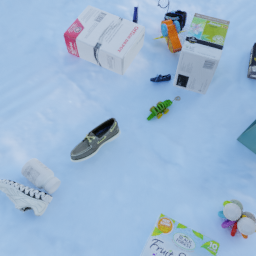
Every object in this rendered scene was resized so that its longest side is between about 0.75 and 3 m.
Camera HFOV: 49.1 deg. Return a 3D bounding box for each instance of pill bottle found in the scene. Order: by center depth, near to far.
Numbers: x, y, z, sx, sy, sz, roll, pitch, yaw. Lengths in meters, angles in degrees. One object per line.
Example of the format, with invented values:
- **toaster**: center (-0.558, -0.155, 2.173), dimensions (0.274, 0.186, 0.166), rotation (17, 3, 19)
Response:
- **pill bottle**: center (-2.574, 1.446, 8.346), dimensions (1.101, 0.630, 0.630), rotation (34, 68, 16)

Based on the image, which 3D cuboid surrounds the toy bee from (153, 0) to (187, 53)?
- **toy bee**: center (1.656, -3.847, 10.967), dimensions (1.310, 1.088, 2.001), rotation (5, 88, -3)

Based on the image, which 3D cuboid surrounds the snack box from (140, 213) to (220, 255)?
- **snack box**: center (1.078, 3.718, 7.169), dimensions (1.725, 0.643, 2.426), rotation (25, 66, 12)

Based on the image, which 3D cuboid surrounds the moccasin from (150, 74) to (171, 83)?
- **moccasin**: center (1.175, -1.836, 10.169), dimensions (0.800, 0.273, 0.322), rotation (-11, 35, -16)

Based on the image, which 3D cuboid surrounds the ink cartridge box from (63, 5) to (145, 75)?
- **ink cartridge box**: center (-0.838, -3.311, 10.542), dimensions (2.474, 1.043, 1.791), rotation (25, 66, 12)

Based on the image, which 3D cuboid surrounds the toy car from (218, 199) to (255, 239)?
- **toy car**: center (2.969, 2.553, 7.745), dimensions (1.097, 0.960, 0.823), rotation (46, 108, 20)

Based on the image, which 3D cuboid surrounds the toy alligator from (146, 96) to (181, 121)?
- **toy alligator**: center (1.245, -0.774, 9.602), dimensions (1.534, 0.416, 0.455), rotation (-35, 68, -16)

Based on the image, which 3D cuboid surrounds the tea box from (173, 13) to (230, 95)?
- **tea box**: center (2.488, -2.524, 9.669), dimensions (1.256, 1.880, 1.849), rotation (17, 64, 8)

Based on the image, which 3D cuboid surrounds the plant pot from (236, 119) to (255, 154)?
- **plant pot**: center (4.786, 0.383, 8.483), dimensions (1.458, 1.459, 2.064), rotation (-41, 77, -16)

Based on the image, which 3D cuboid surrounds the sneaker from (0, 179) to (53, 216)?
- **sneaker**: center (-3.130, 1.988, 8.101), dimensions (1.785, 0.671, 0.724), rotation (18, 73, 10)

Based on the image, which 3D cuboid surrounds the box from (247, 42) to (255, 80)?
- **box**: center (5.469, -2.316, 10.373), dimensions (1.853, 0.455, 1.493), rotation (16, 67, 8)

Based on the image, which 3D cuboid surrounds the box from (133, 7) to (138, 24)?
- **box**: center (0.293, -4.156, 10.903), dimensions (0.192, 1.185, 0.718), rotation (4, 62, 2)

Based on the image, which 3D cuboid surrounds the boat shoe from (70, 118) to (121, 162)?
- **boat shoe**: center (-1.033, 0.339, 8.604), dimensions (1.889, 0.565, 0.675), rotation (-36, 43, -28)

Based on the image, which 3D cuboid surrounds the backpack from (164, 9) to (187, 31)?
- **backpack**: center (1.902, -4.395, 11.314), dimensions (0.820, 0.749, 0.552), rotation (21, 56, 23)
